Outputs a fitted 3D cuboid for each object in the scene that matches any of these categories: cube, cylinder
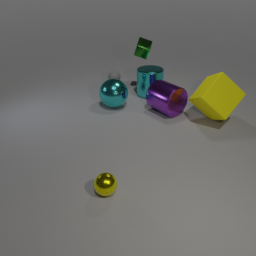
[{"bbox_3d":[0.773,-4.094,14.381,0.700,0.700,0.700,18,57,-5],"label":"cube"},{"bbox_3d":[3.730,-1.309,11.858,1.400,1.400,1.400,40,-4,-9],"label":"cube"},{"bbox_3d":[1.161,-2.452,14.804,1.400,1.400,1.400,-1,29,0],"label":"cylinder"},{"bbox_3d":[1.783,-1.383,12.932,1.400,1.400,1.400,-21,36,-32],"label":"cylinder"}]

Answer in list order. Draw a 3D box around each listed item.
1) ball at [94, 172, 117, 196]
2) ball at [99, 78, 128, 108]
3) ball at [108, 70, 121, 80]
[{"bbox_3d":[-0.668,1.663,8.299,0.700,0.700,0.700,0,30,0],"label":"ball"},{"bbox_3d":[-0.688,-1.665,13.429,1.400,1.400,1.400,0,30,0],"label":"ball"},{"bbox_3d":[-0.764,-2.884,15.731,0.700,0.700,0.700,0,30,0],"label":"ball"}]
